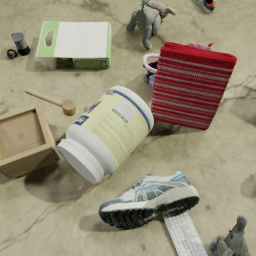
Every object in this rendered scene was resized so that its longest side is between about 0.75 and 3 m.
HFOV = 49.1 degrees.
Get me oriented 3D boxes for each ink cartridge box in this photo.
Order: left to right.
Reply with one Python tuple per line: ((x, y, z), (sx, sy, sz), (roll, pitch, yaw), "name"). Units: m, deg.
((-1.921, -3.118, 10.393), (2.568, 0.616, 1.869), (0, 61, 1), "ink cartridge box")

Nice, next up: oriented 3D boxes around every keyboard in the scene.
((1.670, 3.271, 7.092), (0.704, 0.133, 2.501), (-17, 62, -10), "keyboard")

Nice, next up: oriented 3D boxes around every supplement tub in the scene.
((-0.608, 0.181, 7.891), (1.742, 1.742, 2.402), (35, 66, 18), "supplement tub")

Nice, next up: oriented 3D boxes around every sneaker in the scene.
((0.491, 1.874, 7.553), (2.642, 1.025, 1.140), (-10, 44, -9), "sneaker")
((3.220, -5.421, 11.723), (0.485, 0.547, 1.294), (-30, 65, -16), "sneaker")

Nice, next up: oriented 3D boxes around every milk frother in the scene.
((-4.100, -2.998, 10.256), (0.707, 0.737, 0.783), (23, 63, 13), "milk frother")

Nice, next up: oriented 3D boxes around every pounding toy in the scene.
((-2.674, -0.027, 8.353), (2.497, 1.143, 2.194), (-20, 63, -11), "pounding toy")

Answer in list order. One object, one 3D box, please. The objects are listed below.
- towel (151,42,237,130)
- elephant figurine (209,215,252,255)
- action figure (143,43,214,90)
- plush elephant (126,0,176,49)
((1.727, -1.087, 8.057), (1.976, 2.732, 0.307), (12, 49, 6), "towel")
((2.478, 2.864, 6.588), (0.991, 1.400, 1.086), (-28, 64, -15), "elephant figurine")
((1.702, -2.295, 9.285), (2.625, 1.955, 1.759), (-28, 57, 1), "action figure")
((0.932, -4.179, 10.604), (1.383, 1.786, 1.471), (-23, 54, -33), "plush elephant")
